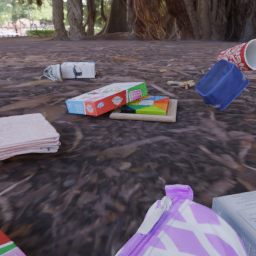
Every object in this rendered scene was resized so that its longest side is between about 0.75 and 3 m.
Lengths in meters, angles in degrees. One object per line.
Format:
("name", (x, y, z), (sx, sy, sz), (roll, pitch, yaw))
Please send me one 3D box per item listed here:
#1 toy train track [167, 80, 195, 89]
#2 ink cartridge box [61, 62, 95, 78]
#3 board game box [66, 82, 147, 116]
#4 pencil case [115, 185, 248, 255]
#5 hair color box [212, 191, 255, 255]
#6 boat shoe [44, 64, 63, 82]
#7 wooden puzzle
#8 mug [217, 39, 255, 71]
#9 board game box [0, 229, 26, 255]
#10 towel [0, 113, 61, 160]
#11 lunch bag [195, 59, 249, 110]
("toy train track", (2.362, -1.944, 12.573), (0.855, 0.242, 1.490), (-23, 24, -32))
("ink cartridge box", (-2.593, -3.061, 14.788), (1.669, 0.699, 1.211), (-1, 21, -4))
("board game box", (-0.671, -0.973, 8.916), (2.088, 0.421, 1.598), (-26, 22, -35))
("pencil case", (-0.052, 1.524, 1.907), (1.201, 1.223, 2.862), (-4, 16, 36))
("hair color box", (1.858, 1.481, 2.873), (1.050, 0.643, 2.120), (-5, 21, -14))
("boat shoe", (-3.661, -2.676, 13.709), (0.727, 0.835, 2.266), (-14, 20, -18))
("wooden puzzle", (0.574, -0.698, 8.990), (1.947, 0.392, 2.105), (4, 21, 10))
("mug", (5.019, -3.071, 12.179), (1.648, 1.239, 1.857), (-22, 11, -19))
("board game box", (-1.893, 1.587, 2.781), (1.966, 0.396, 1.504), (17, 23, 39))
("towel", (-3.011, 0.238, 6.165), (2.609, 0.440, 2.731), (-10, 16, -22))
("lunch bag", (2.853, -1.234, 8.561), (0.954, 1.443, 0.980), (34, 17, -23))
